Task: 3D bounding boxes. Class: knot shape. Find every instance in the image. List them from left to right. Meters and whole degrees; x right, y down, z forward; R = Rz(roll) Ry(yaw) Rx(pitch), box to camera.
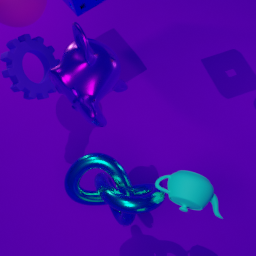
[{"bbox_3d":[-0.335,1.074,4.949,1.608,1.718,0.794,33,60,-18],"label":"knot shape"}]

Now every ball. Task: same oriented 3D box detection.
[{"bbox_3d":[-2.449,-2.890,6.001,1.383,1.383,1.383,0,70,0],"label":"ball"}]

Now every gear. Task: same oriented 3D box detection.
[{"bbox_3d":[-2.147,-1.369,6.379,0.265,1.434,1.434,-4,66,36],"label":"gear"}]

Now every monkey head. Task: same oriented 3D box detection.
[{"bbox_3d":[-0.562,-0.803,4.815,1.184,1.965,1.413,-42,63,4],"label":"monkey head"}]

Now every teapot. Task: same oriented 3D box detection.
[{"bbox_3d":[1.023,1.084,4.570,1.207,0.750,0.591,22,67,2],"label":"teapot"}]

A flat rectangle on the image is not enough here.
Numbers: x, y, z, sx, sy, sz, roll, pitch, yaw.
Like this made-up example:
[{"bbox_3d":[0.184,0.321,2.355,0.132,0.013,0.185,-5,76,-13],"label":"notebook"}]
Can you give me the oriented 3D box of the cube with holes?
[{"bbox_3d":[-1.240,-4.114,7.191,1.392,1.392,1.392,-35,66,-10],"label":"cube with holes"}]
